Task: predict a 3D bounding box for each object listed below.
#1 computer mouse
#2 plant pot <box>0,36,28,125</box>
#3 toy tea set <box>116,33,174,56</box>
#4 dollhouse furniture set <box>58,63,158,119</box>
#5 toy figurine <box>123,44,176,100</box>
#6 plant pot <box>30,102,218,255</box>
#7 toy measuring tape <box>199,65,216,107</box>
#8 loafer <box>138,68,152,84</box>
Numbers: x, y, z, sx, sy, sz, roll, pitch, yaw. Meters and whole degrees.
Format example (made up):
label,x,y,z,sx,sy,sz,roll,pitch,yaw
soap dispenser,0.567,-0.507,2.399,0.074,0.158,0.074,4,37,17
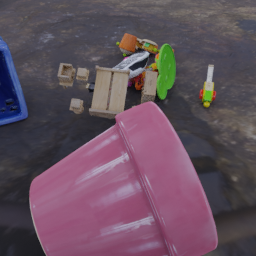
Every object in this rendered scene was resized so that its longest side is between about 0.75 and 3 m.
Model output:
label,x,y,z,sx,sy,sz,roll,pitch,yaw
computer mouse,-0.153,-1.876,9.832,2.725,0.598,1.494,-40,29,-30
plant pot,-4.811,-1.537,8.846,2.515,2.515,2.262,-15,35,-19
toy tea set,0.767,-3.478,12.798,2.679,0.992,1.593,31,18,38
dollhouse furniture set,-0.675,-0.980,8.840,2.953,1.307,1.531,7,73,0
toy figurine,0.542,-2.032,10.623,2.009,1.638,2.182,2,62,28
plant pot,-0.203,1.276,5.176,2.562,2.862,2.862,-22,41,-3
toy measuring tape,2.848,-1.434,9.947,0.598,0.598,1.626,8,69,10
loafer,1.056,-2.302,11.249,1.834,0.641,0.640,-23,51,-26
